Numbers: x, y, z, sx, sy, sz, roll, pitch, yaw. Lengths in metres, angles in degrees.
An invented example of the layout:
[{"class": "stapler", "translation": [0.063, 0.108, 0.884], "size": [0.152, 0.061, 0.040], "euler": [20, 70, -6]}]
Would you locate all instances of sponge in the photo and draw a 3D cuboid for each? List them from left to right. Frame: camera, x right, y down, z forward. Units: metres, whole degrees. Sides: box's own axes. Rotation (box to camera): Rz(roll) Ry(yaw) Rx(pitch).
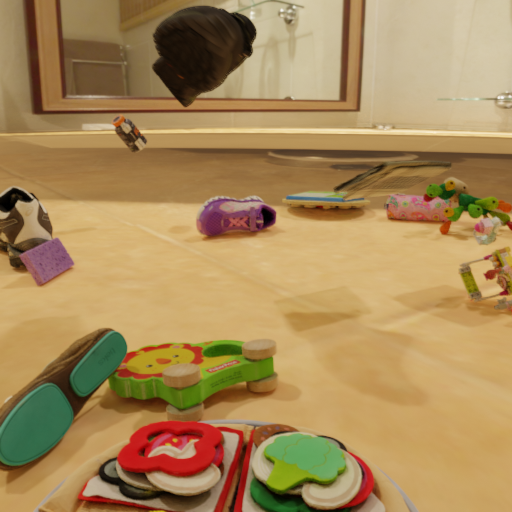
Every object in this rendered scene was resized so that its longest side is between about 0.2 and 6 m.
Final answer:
[{"class": "sponge", "translation": [-3.673, 0.078, 9.906], "size": [0.162, 0.606, 1.086], "euler": [-27, 9, 17]}]

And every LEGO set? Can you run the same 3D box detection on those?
[{"class": "LEGO set", "translation": [3.659, 0.484, 8.278], "size": [0.812, 1.004, 2.183], "euler": [-15, 45, 3]}]

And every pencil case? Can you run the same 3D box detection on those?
[{"class": "pencil case", "translation": [4.084, -1.232, 14.162], "size": [1.629, 0.712, 0.712], "euler": [6, 17, 16]}]

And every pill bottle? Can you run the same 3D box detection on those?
[{"class": "pill bottle", "translation": [-3.019, -2.906, 13.239], "size": [0.470, 0.885, 0.470], "euler": [-20, 44, 21]}]

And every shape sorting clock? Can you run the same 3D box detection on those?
[{"class": "shape sorting clock", "translation": [1.895, -1.451, 15.259], "size": [2.375, 0.466, 2.375], "euler": [-1, 12, 0]}]

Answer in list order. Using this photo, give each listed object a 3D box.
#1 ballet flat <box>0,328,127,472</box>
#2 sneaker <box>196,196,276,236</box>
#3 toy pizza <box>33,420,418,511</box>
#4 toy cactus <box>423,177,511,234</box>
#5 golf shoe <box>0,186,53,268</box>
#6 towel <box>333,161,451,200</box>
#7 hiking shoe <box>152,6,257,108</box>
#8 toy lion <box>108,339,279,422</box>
[{"class": "ballet flat", "translation": [-2.019, 1.341, 5.480], "size": [0.679, 0.637, 1.878], "euler": [-11, 25, 29]}, {"class": "sneaker", "translation": [-0.363, -0.872, 12.797], "size": [2.160, 0.869, 0.955], "euler": [-13, 29, -41]}, {"class": "toy pizza", "translation": [-0.227, 1.902, 3.938], "size": [2.968, 0.470, 2.968], "euler": [0, 16, 0]}, {"class": "toy cactus", "translation": [4.899, -1.243, 13.239], "size": [2.287, 1.169, 1.887], "euler": [10, 29, -8]}, {"class": "golf shoe", "translation": [-4.730, -0.748, 11.296], "size": [1.170, 1.422, 3.010], "euler": [-13, 19, -35]}, {"class": "towel", "translation": [2.076, -1.153, 8.644], "size": [1.386, 0.239, 1.334], "euler": [-5, -8, -28]}, {"class": "hiking shoe", "translation": [-0.569, -2.756, 7.120], "size": [1.320, 0.993, 2.621], "euler": [-45, 17, -8]}, {"class": "toy lion", "translation": [-0.773, 1.249, 6.278], "size": [1.600, 0.549, 1.534], "euler": [-12, 13, -36]}]
